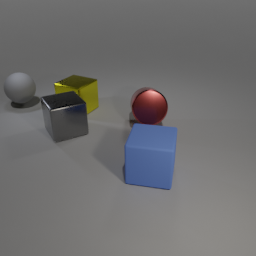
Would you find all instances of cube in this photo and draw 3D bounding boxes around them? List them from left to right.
[{"bbox_3d":[-2.488,-0.487,11.019,1.400,1.400,1.400,-15,33,-25],"label":"cube"},{"bbox_3d":[-2.311,-1.478,12.784,1.400,1.400,1.400,15,33,24],"label":"cube"},{"bbox_3d":[0.728,0.835,8.630,1.400,1.400,1.400,6,29,11],"label":"cube"}]

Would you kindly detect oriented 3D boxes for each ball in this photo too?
[{"bbox_3d":[-5.018,-1.864,13.026,1.400,1.400,1.400,0,29,0],"label":"ball"}]

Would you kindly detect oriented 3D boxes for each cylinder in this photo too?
[{"bbox_3d":[0.824,-0.916,11.413,1.400,1.400,1.400,-1,13,-2],"label":"cylinder"}]
